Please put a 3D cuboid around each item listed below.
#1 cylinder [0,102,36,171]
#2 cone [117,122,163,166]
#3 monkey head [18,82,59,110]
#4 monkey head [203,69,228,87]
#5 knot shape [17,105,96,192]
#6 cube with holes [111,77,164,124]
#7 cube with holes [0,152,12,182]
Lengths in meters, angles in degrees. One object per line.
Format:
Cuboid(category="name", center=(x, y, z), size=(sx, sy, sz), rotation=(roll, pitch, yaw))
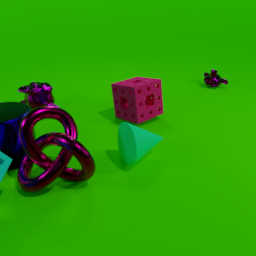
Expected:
Cuboid(category="cylinder", center=(-2.708, 0.158, 6.314), size=(1.174, 1.174, 1.174), rotation=(0, 28, 0))
Cuboid(category="cone", center=(0.396, 0.294, 6.354), size=(0.975, 0.972, 0.972), rotation=(-8, 29, -25))
Cuboid(category="monkey head", center=(-2.794, -0.898, 8.438), size=(1.540, 0.928, 1.108), rotation=(9, 17, 20))
Cuboid(category="monkey head", center=(3.288, -1.930, 10.669), size=(1.032, 0.742, 0.622), rotation=(29, 42, 28))
Cuboid(category="knot shape", center=(-1.592, 0.564, 5.566), size=(1.740, 1.629, 0.804), rotation=(51, 10, 7))
Cuboid(category="cube with holes", center=(0.280, -0.852, 8.179), size=(1.032, 1.032, 1.032), rotation=(-22, 26, -35))
Cuboid(category="cube with holes", center=(-2.792, 0.802, 4.618), size=(0.997, 0.997, 0.997), rotation=(-30, 32, 29))
